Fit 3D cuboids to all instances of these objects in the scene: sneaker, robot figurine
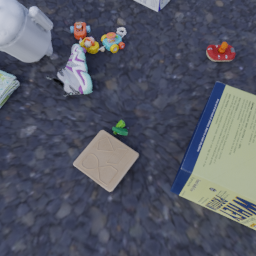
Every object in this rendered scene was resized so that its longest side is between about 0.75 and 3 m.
[{"bbox_3d":[-1.919,-1.812,8.789,1.312,0.729,1.875,-14,62,-8],"label":"sneaker"},{"bbox_3d":[-3.298,-2.866,8.308,2.112,2.491,1.406,-22,73,16],"label":"robot figurine"}]

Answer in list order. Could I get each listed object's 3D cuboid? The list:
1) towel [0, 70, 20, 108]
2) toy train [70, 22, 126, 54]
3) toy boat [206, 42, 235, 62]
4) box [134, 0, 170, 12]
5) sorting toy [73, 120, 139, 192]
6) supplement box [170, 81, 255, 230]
[{"bbox_3d":[-4.452,-1.233,8.659,1.731,0.417,1.482,23,63,12],"label":"towel"},{"bbox_3d":[-1.060,-3.252,9.663,1.988,0.553,1.494,1,62,1],"label":"toy train"},{"bbox_3d":[3.101,-2.586,9.263,0.951,0.622,0.621,-1,62,-1],"label":"toy boat"},{"bbox_3d":[0.666,-5.681,10.212,2.042,1.878,1.071,34,66,16],"label":"box"},{"bbox_3d":[-0.413,0.652,7.723,1.395,0.278,1.887,31,70,21],"label":"sorting toy"},{"bbox_3d":[2.796,0.737,6.835,2.608,1.753,2.611,22,64,12],"label":"supplement box"}]
